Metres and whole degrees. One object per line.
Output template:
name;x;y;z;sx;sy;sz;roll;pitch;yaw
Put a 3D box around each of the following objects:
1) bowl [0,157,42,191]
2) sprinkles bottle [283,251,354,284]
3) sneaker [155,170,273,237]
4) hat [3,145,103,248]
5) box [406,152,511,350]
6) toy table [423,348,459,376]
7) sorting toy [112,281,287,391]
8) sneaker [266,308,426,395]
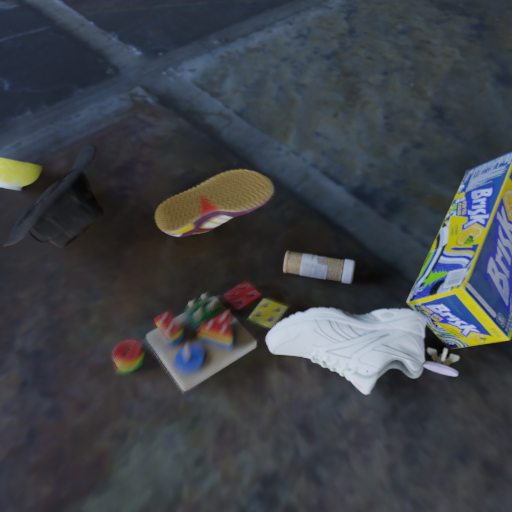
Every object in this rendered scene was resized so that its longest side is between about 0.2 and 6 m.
bowl;-5.622;-1.881;12.891;1.240;1.240;0.667;13;95;11
sprinkles bottle;1.269;0.228;11.334;1.396;0.476;0.476;9;51;10
sneaker;-0.826;-1.083;11.704;2.486;1.120;0.932;-16;82;6
hat;-3.837;-0.969;11.522;1.150;2.851;2.851;42;49;-23
box;4.443;-0.201;10.838;1.421;1.304;4.057;45;56;-13
toy table;3.316;1.885;10.000;0.599;0.550;0.351;19;69;3
sorting toy;-0.962;1.359;10.139;3.157;0.534;1.522;-29;44;-20
sneaker;1.594;1.686;9.792;2.868;1.117;1.425;-3;65;6
